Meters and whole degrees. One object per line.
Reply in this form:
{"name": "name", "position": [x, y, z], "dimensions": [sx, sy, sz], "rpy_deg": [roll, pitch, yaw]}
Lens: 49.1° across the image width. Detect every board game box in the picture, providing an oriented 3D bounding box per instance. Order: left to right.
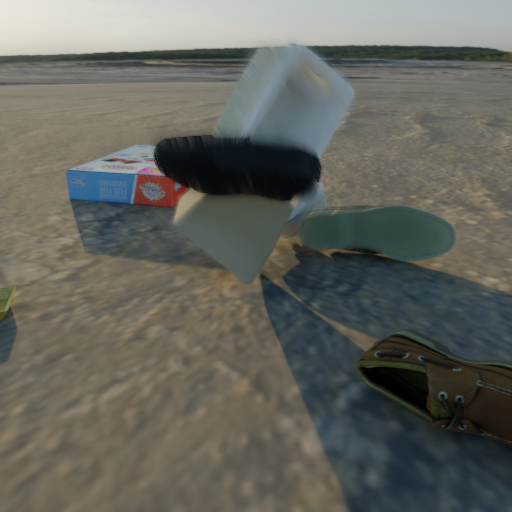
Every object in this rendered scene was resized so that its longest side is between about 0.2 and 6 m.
{"name": "board game box", "position": [-2.335, -1.871, 12.539], "dimensions": [2.376, 0.626, 3.106], "rpy_deg": [6, 22, 16]}

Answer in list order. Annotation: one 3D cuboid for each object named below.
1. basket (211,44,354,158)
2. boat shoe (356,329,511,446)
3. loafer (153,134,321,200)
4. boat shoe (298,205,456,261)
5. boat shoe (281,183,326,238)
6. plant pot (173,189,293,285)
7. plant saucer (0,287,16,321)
{"name": "basket", "position": [0.312, -2.068, 8.546], "dimensions": [1.312, 1.936, 1.194], "rpy_deg": [27, 5, -35]}
{"name": "boat shoe", "position": [1.665, 1.192, 4.624], "dimensions": [0.653, 0.691, 1.922], "rpy_deg": [-18, 17, -31]}
{"name": "loafer", "position": [-0.211, -1.100, 6.591], "dimensions": [1.949, 0.662, 0.684], "rpy_deg": [8, 45, 3]}
{"name": "boat shoe", "position": [1.800, -0.409, 8.446], "dimensions": [2.260, 0.806, 0.680], "rpy_deg": [6, 11, 12]}
{"name": "boat shoe", "position": [0.563, -0.592, 9.109], "dimensions": [0.623, 0.613, 1.756], "rpy_deg": [4, 30, 43]}
{"name": "plant pot", "position": [-0.215, -0.606, 7.511], "dimensions": [1.278, 1.132, 1.277], "rpy_deg": [40, 14, -16]}
{"name": "plant saucer", "position": [-3.291, 0.616, 6.693], "dimensions": [0.732, 0.177, 0.732], "rpy_deg": [-6, 22, -13]}
